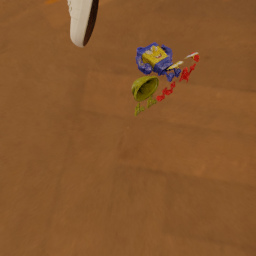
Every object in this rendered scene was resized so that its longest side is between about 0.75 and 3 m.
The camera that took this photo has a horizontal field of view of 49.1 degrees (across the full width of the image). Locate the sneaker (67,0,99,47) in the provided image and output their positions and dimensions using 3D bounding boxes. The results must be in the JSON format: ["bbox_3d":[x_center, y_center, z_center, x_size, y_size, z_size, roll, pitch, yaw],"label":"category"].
[{"bbox_3d":[-0.919,-2.362,4.811,0.835,0.718,1.972,7,83,-2],"label":"sneaker"}]

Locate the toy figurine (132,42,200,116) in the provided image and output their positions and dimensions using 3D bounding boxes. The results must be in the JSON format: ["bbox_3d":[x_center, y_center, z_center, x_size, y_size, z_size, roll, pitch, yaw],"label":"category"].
[{"bbox_3d":[0.438,-1.159,5.511,1.735,0.915,1.040,-34,67,-25],"label":"toy figurine"}]
